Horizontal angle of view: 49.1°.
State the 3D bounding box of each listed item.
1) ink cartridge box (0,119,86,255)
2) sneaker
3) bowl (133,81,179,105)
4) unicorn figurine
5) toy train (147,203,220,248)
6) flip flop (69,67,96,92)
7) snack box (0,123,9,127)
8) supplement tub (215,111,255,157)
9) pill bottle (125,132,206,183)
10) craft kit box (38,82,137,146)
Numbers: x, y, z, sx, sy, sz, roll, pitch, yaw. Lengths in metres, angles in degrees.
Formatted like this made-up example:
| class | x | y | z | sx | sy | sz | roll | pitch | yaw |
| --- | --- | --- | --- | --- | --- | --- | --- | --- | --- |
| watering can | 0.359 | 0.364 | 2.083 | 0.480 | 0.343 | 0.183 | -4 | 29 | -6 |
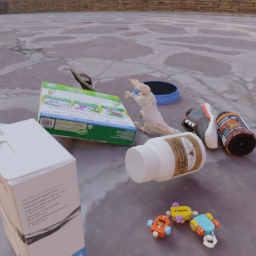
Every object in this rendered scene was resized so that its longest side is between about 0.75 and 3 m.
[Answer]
| class | x | y | z | sx | sy | sz | roll | pitch | yaw |
| --- | --- | --- | --- | --- | --- | --- | --- | --- | --- |
| ink cartridge box | -1.634 | 1.297 | 4.923 | 1.012 | 2.418 | 1.754 | -20 | 34 | -32 |
| sneaker | 2.305 | -0.014 | 9.187 | 1.068 | 1.005 | 2.608 | -9 | 18 | 13 |
| bowl | 1.259 | -1.634 | 12.544 | 2.063 | 0.405 | 2.063 | 0 | 28 | 0 |
| unicorn figurine | 0.793 | -0.426 | 9.270 | 0.911 | 2.466 | 1.694 | -48 | 34 | -17 |
| toy train | 1.143 | 2.059 | 5.727 | 1.362 | 0.379 | 1.023 | 10 | 31 | 24 |
| flip flop | -1.979 | -2.178 | 12.664 | 0.546 | 0.769 | 1.896 | -35 | 61 | -12 |
| snack box | -3.940 | 0.670 | 7.782 | 2.476 | 0.838 | 2.088 | 5 | 29 | 10 |
| supplement tub | 3.281 | 0.099 | 8.782 | 0.917 | 0.917 | 1.714 | 0 | 28 | 0 |
| pill bottle | 0.903 | 0.722 | 6.778 | 1.825 | 1.043 | 1.043 | -9 | 28 | -34 |
| craft kit box | -1.477 | -0.556 | 9.452 | 2.961 | 0.718 | 2.925 | 9 | 27 | -19 |
